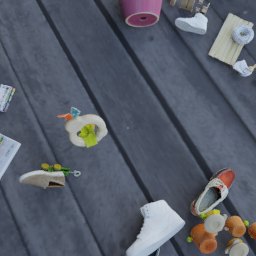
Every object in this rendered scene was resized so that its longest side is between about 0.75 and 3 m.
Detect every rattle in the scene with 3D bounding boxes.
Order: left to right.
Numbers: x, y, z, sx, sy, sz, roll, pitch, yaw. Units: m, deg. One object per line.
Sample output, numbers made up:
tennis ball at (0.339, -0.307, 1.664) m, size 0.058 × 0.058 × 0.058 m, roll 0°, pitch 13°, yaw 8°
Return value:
rattle at (-1.585, -0.342, 8.923) m, size 1.267 × 1.946 × 1.390 m, roll -28°, pitch 49°, yaw 22°

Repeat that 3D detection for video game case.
video game case at (-5.059, 1.013, 10.254) m, size 1.581 × 0.199 × 1.738 m, roll 24°, pitch 75°, yaw 8°

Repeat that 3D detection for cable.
cable at (4.792, -3.900, 11.682) m, size 0.844 × 0.292 × 0.844 m, roll -41°, pitch 72°, yaw -11°

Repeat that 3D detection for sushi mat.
sushi mat at (4.362, -3.757, 11.834) m, size 1.155 × 0.146 × 2.415 m, roll 27°, pitch 74°, yaw 9°

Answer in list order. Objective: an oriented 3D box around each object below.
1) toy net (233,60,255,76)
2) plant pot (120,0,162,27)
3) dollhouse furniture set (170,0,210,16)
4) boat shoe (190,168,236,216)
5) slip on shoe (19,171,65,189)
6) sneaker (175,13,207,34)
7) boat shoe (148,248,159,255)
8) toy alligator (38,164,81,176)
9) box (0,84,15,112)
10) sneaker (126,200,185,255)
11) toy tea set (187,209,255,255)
toy net at (5.155, -2.149, 11.216) m, size 1.966 × 0.380 × 1.031 m, roll 9°, pitch 75°, yaw 5°
plant pot at (0.530, -5.343, 11.454) m, size 2.162 × 2.162 × 1.935 m, roll -2°, pitch 87°, yaw -1°
dollhouse furniture set at (2.733, -5.589, 12.076) m, size 1.619 × 0.839 × 0.717 m, roll 23°, pitch 75°, yaw 7°
boat shoe at (2.993, 2.178, 9.622) m, size 2.148 × 0.672 × 0.765 m, roll -42°, pitch 75°, yaw -14°
slip on shoe at (-2.761, 1.736, 9.175) m, size 0.589 × 1.548 × 0.469 m, roll -39°, pitch 59°, yaw 30°
sneaker at (2.710, -4.559, 11.946) m, size 1.369 × 0.504 × 0.791 m, roll 17°, pitch 71°, yaw -4°
boat shoe at (0.321, 4.476, 8.854) m, size 0.749 × 0.706 × 2.087 m, roll 39°, pitch 71°, yaw 12°
toy alligator at (-2.500, 1.528, 9.957) m, size 1.588 × 0.526 × 0.381 m, roll 6°, pitch 29°, yaw -19°
box at (-4.883, -1.164, 10.966) m, size 0.569 × 0.180 × 1.034 m, roll 14°, pitch 72°, yaw 4°
sneaker at (0.610, 3.252, 9.097) m, size 2.189 × 0.806 × 1.265 m, roll -28°, pitch 53°, yaw -22°
toy tea set at (3.242, 3.372, 9.159) m, size 2.589 × 0.958 × 1.540 m, roll 17°, pitch 106°, yaw -13°
